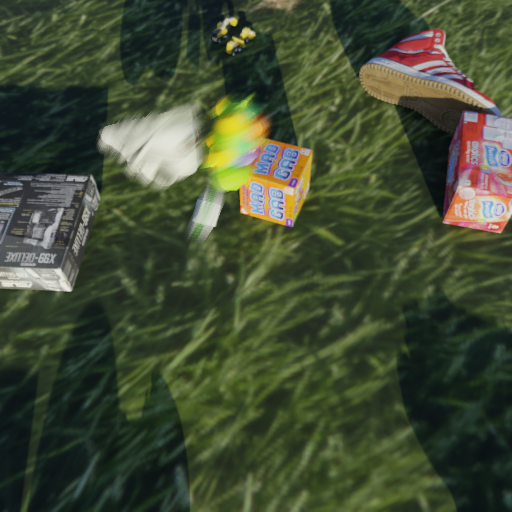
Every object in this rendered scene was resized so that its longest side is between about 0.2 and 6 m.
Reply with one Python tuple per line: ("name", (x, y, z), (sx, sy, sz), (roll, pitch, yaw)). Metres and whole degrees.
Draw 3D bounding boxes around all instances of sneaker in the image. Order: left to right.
("sneaker", (-2.044, -1.944, 10.498), (1.095, 1.308, 2.956), (-24, 21, -28))
("sneaker", (4.330, -4.047, 12.859), (3.455, 1.231, 1.943), (35, 63, 26))

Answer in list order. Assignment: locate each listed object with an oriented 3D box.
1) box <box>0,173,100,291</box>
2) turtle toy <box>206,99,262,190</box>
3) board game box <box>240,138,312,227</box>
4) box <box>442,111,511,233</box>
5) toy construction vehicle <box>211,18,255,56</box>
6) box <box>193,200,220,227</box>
("box", (-4.668, -0.527, 10.471), (2.953, 0.735, 2.328), (2, 53, 1))
("turtle toy", (-0.386, -1.927, 9.805), (0.824, 1.631, 1.188), (10, 28, -18))
("board game box", (0.384, -1.442, 10.941), (1.101, 1.101, 1.102), (17, 54, 12))
("box", (4.476, -1.701, 11.139), (1.147, 1.099, 2.302), (12, 54, 9))
("toy construction vehicle", (-0.630, -5.819, 14.728), (0.979, 0.396, 1.124), (32, 59, 22))
("box", (-0.827, -0.714, 9.299), (0.329, 0.385, 0.383), (13, 95, -20))
